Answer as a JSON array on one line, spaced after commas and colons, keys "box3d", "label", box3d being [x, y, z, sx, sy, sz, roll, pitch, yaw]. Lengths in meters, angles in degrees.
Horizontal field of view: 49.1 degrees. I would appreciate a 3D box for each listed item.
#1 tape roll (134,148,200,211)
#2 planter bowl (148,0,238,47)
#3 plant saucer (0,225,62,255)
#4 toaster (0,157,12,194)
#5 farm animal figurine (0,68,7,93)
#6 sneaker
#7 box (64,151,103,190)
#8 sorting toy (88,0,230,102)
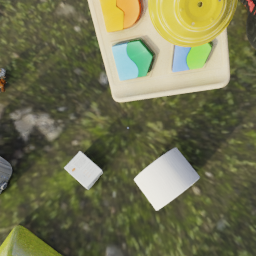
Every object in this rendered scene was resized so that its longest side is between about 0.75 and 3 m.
[{"box3d": [0.897, 1.176, 6.479, 1.276, 1.276, 0.876, -35, 75, -11], "label": "tape roll"}, {"box3d": [0.956, -1.747, 3.918, 1.331, 1.331, 0.554, 1, 29, 0], "label": "planter bowl"}, {"box3d": [-2.235, 4.082, 5.840, 2.905, 0.696, 2.901, 32, 75, 10], "label": "plant saucer"}, {"box3d": [-3.894, 0.875, 6.535, 2.085, 1.347, 1.185, 25, 73, 8], "label": "toaster"}, {"box3d": [-3.720, -1.139, 7.686, 0.896, 0.467, 0.886, -23, 61, 0], "label": "farm animal figurine"}, {"box3d": [4.134, -3.507, 8.101, 1.252, 1.064, 2.887, -3, 72, -2], "label": "sneaker"}, {"box3d": [-1.090, 1.054, 6.971, 0.758, 0.403, 0.577, 40, 76, 12], "label": "box"}, {"box3d": [0.551, -1.885, 5.263, 2.456, 0.484, 2.653, -7, 110, 16], "label": "sorting toy"}]
